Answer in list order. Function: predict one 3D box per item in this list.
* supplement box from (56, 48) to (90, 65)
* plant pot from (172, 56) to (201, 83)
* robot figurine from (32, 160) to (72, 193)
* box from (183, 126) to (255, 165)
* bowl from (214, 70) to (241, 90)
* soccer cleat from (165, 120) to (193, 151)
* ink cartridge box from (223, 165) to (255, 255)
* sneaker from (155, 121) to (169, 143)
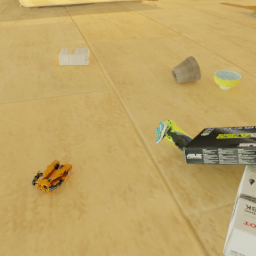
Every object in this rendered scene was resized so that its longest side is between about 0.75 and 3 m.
[{"bbox_3d":[-3.212,-4.219,16.576,1.798,0.661,1.133,-1,34,-1],"label":"supplement box"},{"bbox_3d":[2.884,-2.841,14.201,1.134,1.307,1.307,-21,37,-3],"label":"plant pot"},{"bbox_3d":[-2.267,1.479,8.449,0.913,0.367,1.260,13,36,18],"label":"robot figurine"},{"bbox_3d":[3.282,0.478,8.580,2.523,0.599,2.437,-2,11,32],"label":"box"},{"bbox_3d":[4.815,-2.293,13.728,1.260,0.678,1.260,0,35,0],"label":"bowl"},{"bbox_3d":[1.861,0.320,10.133,0.788,0.609,1.884,19,21,-28],"label":"soccer cleat"},{"bbox_3d":[3.560,2.169,6.800,1.834,1.065,2.542,16,37,22],"label":"ink cartridge box"},{"bbox_3d":[0.949,0.123,8.177,0.313,0.785,0.304,32,43,18],"label":"sneaker"}]
